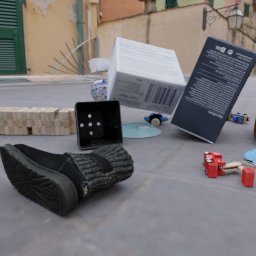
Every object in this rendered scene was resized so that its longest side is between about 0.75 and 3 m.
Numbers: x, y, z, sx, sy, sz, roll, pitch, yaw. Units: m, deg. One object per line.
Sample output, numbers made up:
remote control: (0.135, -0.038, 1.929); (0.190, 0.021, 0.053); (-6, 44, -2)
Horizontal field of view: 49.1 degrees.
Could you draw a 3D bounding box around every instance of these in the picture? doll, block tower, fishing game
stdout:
doll: (1.100, -0.362, 10.664); (1.022, 0.363, 1.497); (2, 13, 9)
block tower: (-3.193, -0.240, 9.182); (2.940, 0.850, 0.794); (-1, 13, 0)
fishing game: (3.223, 0.713, 6.592); (0.882, 0.192, 1.232); (12, 25, 40)

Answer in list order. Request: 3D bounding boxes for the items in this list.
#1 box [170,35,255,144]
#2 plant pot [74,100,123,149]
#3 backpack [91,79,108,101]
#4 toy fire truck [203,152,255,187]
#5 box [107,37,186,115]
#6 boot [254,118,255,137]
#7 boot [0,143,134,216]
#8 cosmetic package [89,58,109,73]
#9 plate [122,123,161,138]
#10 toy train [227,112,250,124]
box: (2.631, -1.208, 8.555); (1.446, 2.700, 2.004); (25, 20, 14)
plant pot: (-0.944, -0.100, 8.029); (1.250, 1.253, 1.112); (-6, 1, -21)
backpack: (-1.358, -2.032, 15.745); (1.444, 1.516, 1.168); (1, 26, 19)
toy fire truck: (2.068, 0.814, 5.861); (0.883, 0.305, 1.251); (3, 13, 9)
box: (0.501, -1.773, 9.352); (2.190, 1.249, 2.381); (10, 40, -11)
boot: (4.663, -0.009, 8.331); (1.613, 0.755, 2.075); (4, 15, 19)
boot: (-1.150, 0.679, 5.188); (2.186, 0.823, 1.634); (22, 30, 33)
cosmetic package: (-1.014, -2.294, 10.305); (0.345, 0.479, 0.849); (-13, 2, 36)
plate: (0.285, 0.031, 9.354); (1.663, 0.212, 1.663); (0, 12, 0)
toy train: (3.918, -0.506, 11.283); (0.485, 0.361, 2.116); (-12, 17, -29)
